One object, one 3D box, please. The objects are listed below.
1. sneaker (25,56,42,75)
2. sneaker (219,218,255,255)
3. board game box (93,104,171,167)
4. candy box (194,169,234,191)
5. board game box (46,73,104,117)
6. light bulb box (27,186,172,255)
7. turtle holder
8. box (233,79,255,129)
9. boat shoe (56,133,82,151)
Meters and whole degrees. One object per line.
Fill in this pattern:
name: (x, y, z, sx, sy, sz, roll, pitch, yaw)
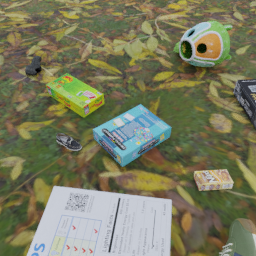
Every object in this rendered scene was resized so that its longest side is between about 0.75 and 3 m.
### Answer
sneaker: (-4.348, -2.916, 13.307, 0.608, 0.509, 1.340, 15, 52, 1)
sneaker: (2.307, 3.351, 6.397, 1.299, 0.970, 2.894, 10, 48, 3)
board game box: (0.152, 0.186, 9.999, 2.226, 0.522, 1.681, -29, 51, -27)
candy box: (2.627, 1.602, 8.658, 1.041, 0.288, 0.601, -3, 33, -4)
board game box: (-2.202, -1.399, 11.622, 2.285, 0.544, 1.161, 32, 52, 28)
light bulb box: (-0.564, 3.032, 6.157, 2.852, 1.780, 2.827, 5, 45, 7)
turtle holder: (3.367, -3.988, 13.181, 1.955, 2.091, 2.753, -19, 48, -18)
box: (6.055, -1.046, 11.107, 2.936, 0.731, 2.315, -4, 45, -5)
boat shoe: (-2.093, 0.467, 9.863, 1.049, 0.317, 0.388, 24, 49, 23)
